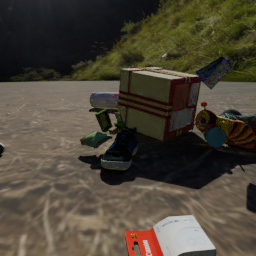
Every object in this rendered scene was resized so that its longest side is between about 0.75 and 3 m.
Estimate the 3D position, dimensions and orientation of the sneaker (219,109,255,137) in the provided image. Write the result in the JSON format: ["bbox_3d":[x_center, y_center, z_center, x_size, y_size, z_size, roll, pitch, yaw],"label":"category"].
[{"bbox_3d":[3.703,0.054,9.215,1.084,1.031,2.735,-20,13,-13],"label":"sneaker"}]

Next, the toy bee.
[{"bbox_3d":[2.571,-0.107,8.409,2.469,1.342,1.616,0,9,-12],"label":"toy bee"}]

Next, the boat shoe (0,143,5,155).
[{"bbox_3d":[-4.025,0.561,7.584,1.252,0.463,0.378,8,7,-2],"label":"boat shoe"}]

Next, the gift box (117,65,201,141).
[{"bbox_3d":[1.092,-0.968,10.389,2.444,2.415,2.617,19,18,36],"label":"gift box"}]

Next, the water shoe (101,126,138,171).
[{"bbox_3d":[-0.201,0.440,7.127,0.734,0.811,2.054,5,13,9],"label":"water shoe"}]

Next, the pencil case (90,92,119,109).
[{"bbox_3d":[-1.126,-1.560,16.219,2.218,1.006,0.922,8,-27,27],"label":"pencil case"}]

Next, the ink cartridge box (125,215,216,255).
[{"bbox_3d":[0.514,1.487,3.727,1.033,0.244,0.827,0,12,-7],"label":"ink cartridge box"}]

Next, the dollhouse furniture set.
[{"bbox_3d":[-0.777,-0.005,7.921,1.231,0.618,0.806,-33,25,-35],"label":"dollhouse furniture set"}]

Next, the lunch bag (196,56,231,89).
[{"bbox_3d":[2.542,-1.637,8.046,0.926,0.435,0.697,-38,-32,23],"label":"lunch bag"}]
